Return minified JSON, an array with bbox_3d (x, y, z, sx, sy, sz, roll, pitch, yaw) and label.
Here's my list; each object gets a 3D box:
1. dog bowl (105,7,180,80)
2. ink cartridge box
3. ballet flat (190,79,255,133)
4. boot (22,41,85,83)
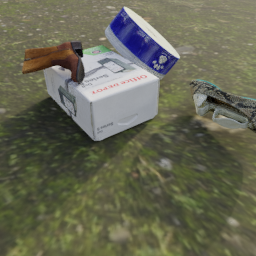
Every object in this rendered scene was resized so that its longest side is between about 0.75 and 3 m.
[{"bbox_3d":[0.505,-2.811,9.376,2.518,0.992,2.518,35,25,-19],"label":"dog bowl"},{"bbox_3d":[-0.832,-1.176,8.080,2.149,1.241,2.954,-24,43,-28],"label":"ink cartridge box"},{"bbox_3d":[2.465,-0.572,7.474,0.983,0.886,2.612,-46,48,-15],"label":"ballet flat"},{"bbox_3d":[-1.933,-1.623,7.122,1.581,0.541,1.488,-9,61,-2],"label":"boot"}]
